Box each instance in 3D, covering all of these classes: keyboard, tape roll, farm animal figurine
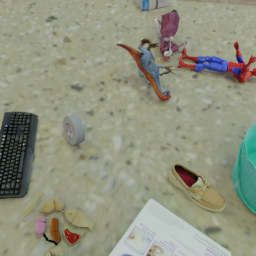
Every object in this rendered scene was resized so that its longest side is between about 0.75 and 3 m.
[{"bbox_3d":[-3.634,0.672,8.012,1.835,0.297,2.888,-4,52,-3],"label":"keyboard"},{"bbox_3d":[-1.566,0.044,8.091,0.286,0.866,0.866,-17,53,-33],"label":"tape roll"},{"bbox_3d":[-1.586,3.652,5.187,2.381,1.255,2.407,44,74,9],"label":"farm animal figurine"}]

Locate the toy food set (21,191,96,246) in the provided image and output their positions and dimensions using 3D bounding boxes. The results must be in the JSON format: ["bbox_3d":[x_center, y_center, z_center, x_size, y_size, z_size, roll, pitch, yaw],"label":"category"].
[{"bbox_3d":[-1.709,2.301,6.822,1.607,0.253,1.021,31,58,12],"label":"toy food set"}]

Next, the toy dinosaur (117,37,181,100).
[{"bbox_3d":[0.789,-1.876,9.336,2.157,1.133,1.958,-1,87,22],"label":"toy dinosaur"}]

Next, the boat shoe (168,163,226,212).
[{"bbox_3d":[1.758,1.504,7.202,1.667,0.553,0.617,31,59,21],"label":"boat shoe"}]

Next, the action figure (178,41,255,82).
[{"bbox_3d":[3.339,-2.456,9.716,2.926,1.448,0.955,17,55,9],"label":"action figure"}]

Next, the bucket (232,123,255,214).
[{"bbox_3d":[3.835,1.062,6.901,2.432,1.582,2.432,0,53,0],"label":"bucket"}]

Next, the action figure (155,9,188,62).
[{"bbox_3d":[1.426,-3.413,10.523,1.399,1.259,1.879,7,85,35],"label":"action figure"}]

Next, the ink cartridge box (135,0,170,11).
[{"bbox_3d":[1.126,-5.970,12.833,1.359,0.573,0.992,-15,54,-11],"label":"ink cartridge box"}]

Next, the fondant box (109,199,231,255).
[{"bbox_3d":[0.517,3.054,5.402,2.036,0.822,2.822,32,45,16],"label":"fondant box"}]
